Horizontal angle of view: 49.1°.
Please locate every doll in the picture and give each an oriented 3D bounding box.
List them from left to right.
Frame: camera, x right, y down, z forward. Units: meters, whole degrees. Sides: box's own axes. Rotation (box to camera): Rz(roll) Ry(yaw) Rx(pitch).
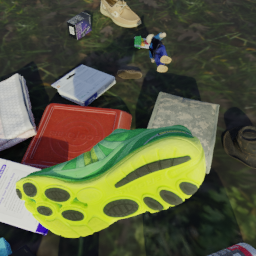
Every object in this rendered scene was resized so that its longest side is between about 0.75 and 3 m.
[{"bbox_3d":[0.839,-2.222,7.894,0.346,0.975,1.429,2,44,-19],"label":"doll"}]

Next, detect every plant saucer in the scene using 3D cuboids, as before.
[{"bbox_3d":[-1.483,0.340,8.205,2.911,0.535,2.916,6,50,5],"label":"plant saucer"}]

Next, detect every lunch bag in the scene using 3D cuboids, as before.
[{"bbox_3d":[1.445,0.241,7.774,1.833,1.314,2.235,14,46,12],"label":"lunch bag"}]

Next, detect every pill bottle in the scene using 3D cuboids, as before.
[{"bbox_3d":[1.578,3.141,5.361,2.164,1.198,1.198,-15,51,-12],"label":"pill bottle"}]

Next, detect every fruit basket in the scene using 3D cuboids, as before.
[{"bbox_3d":[0.649,-3.524,11.685,0.781,0.366,0.723,10,49,-12],"label":"fruit basket"}]

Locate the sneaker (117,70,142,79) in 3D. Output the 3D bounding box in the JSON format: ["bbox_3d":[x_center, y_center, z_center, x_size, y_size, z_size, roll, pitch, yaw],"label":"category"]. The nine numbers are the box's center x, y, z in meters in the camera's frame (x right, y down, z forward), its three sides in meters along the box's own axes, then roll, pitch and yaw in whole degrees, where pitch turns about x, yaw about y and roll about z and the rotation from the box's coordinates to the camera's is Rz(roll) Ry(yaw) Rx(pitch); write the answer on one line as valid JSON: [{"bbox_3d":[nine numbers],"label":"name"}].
[{"bbox_3d":[0.074,-2.013,10.412,0.927,0.327,0.350,9,30,5],"label":"sneaker"}]

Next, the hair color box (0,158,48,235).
[{"bbox_3d":[-2.960,1.547,6.818,2.500,0.810,1.367,14,66,10],"label":"hair color box"}]

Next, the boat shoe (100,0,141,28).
[{"bbox_3d":[-0.416,-5.411,12.917,2.516,0.812,0.897,37,59,27],"label":"boat shoe"}]

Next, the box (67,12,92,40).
[{"bbox_3d":[-2.091,-4.424,12.125,0.522,0.740,1.001,29,56,21],"label":"box"}]

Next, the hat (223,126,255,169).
[{"bbox_3d":[3.639,0.359,8.101,1.640,0.661,1.640,0,49,0],"label":"hat"}]

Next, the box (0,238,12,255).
[{"bbox_3d":[-2.620,3.309,5.700,0.775,0.463,1.884,-24,54,-19],"label":"box"}]

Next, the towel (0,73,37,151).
[{"bbox_3d":[-4.297,-0.328,8.533,2.723,0.460,2.851,-24,51,-6],"label":"towel"}]

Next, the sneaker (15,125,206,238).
[{"bbox_3d":[-0.315,0.729,4.042,2.940,1.089,1.229,-17,17,22],"label":"sneaker"}]

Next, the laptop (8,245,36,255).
[{"bbox_3d":[-2.266,3.442,5.366,1.522,0.942,1.625,25,36,37],"label":"laptop"}]

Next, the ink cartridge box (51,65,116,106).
[{"bbox_3d":[-1.568,-1.533,9.883,1.640,0.333,1.637,27,54,29],"label":"ink cartridge box"}]
